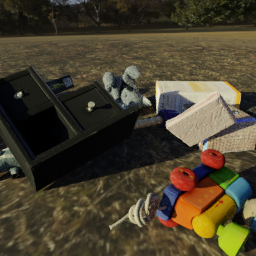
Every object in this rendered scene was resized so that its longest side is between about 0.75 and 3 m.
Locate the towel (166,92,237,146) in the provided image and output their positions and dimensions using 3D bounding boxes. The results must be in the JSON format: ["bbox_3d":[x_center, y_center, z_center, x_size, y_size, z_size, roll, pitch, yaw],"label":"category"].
[{"bbox_3d":[1.834,-0.163,6.927,1.435,1.503,0.242,-32,54,20],"label":"towel"}]

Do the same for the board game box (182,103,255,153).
[{"bbox_3d":[2.737,-0.072,8.704,1.548,0.940,1.941,-5,23,-12],"label":"board game box"}]

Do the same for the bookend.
[{"bbox_3d":[-1.714,-0.484,6.888,2.842,1.309,2.824,-28,66,-28],"label":"bookend"}]

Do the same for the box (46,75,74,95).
[{"bbox_3d":[-3.654,-1.438,11.436,1.884,0.610,2.389,-13,13,34],"label":"box"}]

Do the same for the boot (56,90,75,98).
[{"bbox_3d":[-3.174,-0.884,10.556,2.585,1.032,2.843,22,35,14],"label":"boot"}]

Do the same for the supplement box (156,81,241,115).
[{"bbox_3d":[2.601,-1.116,11.002,2.950,1.085,1.859,1,23,3],"label":"supplement box"}]

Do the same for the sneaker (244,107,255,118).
[{"bbox_3d":[4.690,-0.336,9.525,2.605,0.989,1.182,-18,-7,-11],"label":"sneaker"}]

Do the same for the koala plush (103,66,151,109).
[{"bbox_3d":[0.034,-1.297,11.385,1.613,1.671,1.819,-20,48,-17],"label":"koala plush"}]

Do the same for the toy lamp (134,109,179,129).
[{"bbox_3d":[0.577,-0.184,9.315,2.497,0.727,0.727,-9,24,-23],"label":"toy lamp"}]

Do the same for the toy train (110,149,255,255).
[{"bbox_3d":[1.266,1.565,4.774,2.846,1.205,1.647,-21,44,-41],"label":"toy train"}]

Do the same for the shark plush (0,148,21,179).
[{"bbox_3d":[-2.918,0.882,6.899,0.820,0.895,1.969,45,36,18],"label":"shark plush"}]
